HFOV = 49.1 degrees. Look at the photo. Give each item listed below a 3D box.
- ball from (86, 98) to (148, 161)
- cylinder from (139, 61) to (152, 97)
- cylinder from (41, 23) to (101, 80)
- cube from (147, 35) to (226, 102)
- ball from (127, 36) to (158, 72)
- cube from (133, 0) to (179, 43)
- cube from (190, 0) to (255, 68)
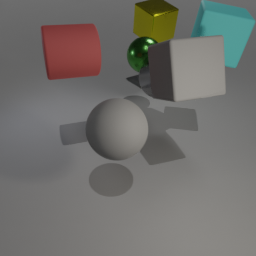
[{"bbox_3d":[-0.249,0.029,6.308,1.400,1.400,1.400,0,31,0],"label":"ball"},{"bbox_3d":[1.318,-1.829,9.852,1.400,1.400,1.400,-20,9,-29],"label":"cylinder"},{"bbox_3d":[-1.556,-2.070,7.610,1.400,1.400,1.400,-8,32,-16],"label":"cylinder"},{"bbox_3d":[1.438,-1.481,7.070,1.400,1.400,1.400,-10,12,-16],"label":"cube"},{"bbox_3d":[0.651,-2.846,10.951,1.400,1.400,1.400,0,31,0],"label":"ball"},{"bbox_3d":[1.210,-4.796,12.588,1.400,1.400,1.400,-25,54,-24],"label":"cube"},{"bbox_3d":[2.706,-2.824,8.368,1.400,1.400,1.400,13,36,2],"label":"cube"}]
